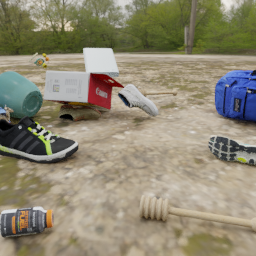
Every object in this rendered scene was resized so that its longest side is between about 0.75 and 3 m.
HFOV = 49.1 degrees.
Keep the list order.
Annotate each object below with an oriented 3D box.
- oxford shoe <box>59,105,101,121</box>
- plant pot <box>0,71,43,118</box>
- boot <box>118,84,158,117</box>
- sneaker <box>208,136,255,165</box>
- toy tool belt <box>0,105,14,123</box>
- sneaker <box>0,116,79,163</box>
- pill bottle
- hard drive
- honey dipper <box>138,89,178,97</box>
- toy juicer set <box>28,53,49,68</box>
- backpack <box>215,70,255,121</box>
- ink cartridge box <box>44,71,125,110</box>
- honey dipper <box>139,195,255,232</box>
[{"bbox_3d":[-2.047,-0.509,11.855,1.781,0.627,0.666,4,48,3],"label":"oxford shoe"},{"bbox_3d":[-4.655,-1.289,12.047,1.544,1.924,1.924,24,27,21],"label":"plant pot"},{"bbox_3d":[0.380,-0.998,11.840,1.838,0.676,0.879,43,54,9],"label":"boot"},{"bbox_3d":[3.227,0.697,8.218,1.755,0.680,0.699,18,8,28],"label":"sneaker"},{"bbox_3d":[-4.935,-0.468,10.886,0.948,0.933,1.518,-15,24,-37],"label":"toy tool belt"},{"bbox_3d":[-2.905,0.261,8.340,2.884,1.194,1.034,4,19,11],"label":"sneaker"},{"bbox_3d":[-1.846,1.721,5.180,0.902,0.479,0.479,-4,19,-10],"label":"pill bottle"},{"bbox_3d":[-1.274,-3.038,12.890,1.404,0.280,2.130,-3,44,-12],"label":"hard drive"},{"bbox_3d":[1.615,-1.978,16.088,2.893,0.549,0.549,-6,19,-27],"label":"honey dipper"},{"bbox_3d":[-3.240,-2.531,10.408,0.219,0.511,0.804,44,17,25],"label":"toy juicer set"},{"bbox_3d":[4.962,-1.366,11.686,2.637,2.143,2.213,14,26,34],"label":"backpack"},{"bbox_3d":[-1.725,-1.537,12.163,2.581,1.233,2.940,5,-1,15],"label":"ink cartridge box"},{"bbox_3d":[1.405,1.677,5.429,2.352,0.447,0.447,5,19,10],"label":"honey dipper"}]
